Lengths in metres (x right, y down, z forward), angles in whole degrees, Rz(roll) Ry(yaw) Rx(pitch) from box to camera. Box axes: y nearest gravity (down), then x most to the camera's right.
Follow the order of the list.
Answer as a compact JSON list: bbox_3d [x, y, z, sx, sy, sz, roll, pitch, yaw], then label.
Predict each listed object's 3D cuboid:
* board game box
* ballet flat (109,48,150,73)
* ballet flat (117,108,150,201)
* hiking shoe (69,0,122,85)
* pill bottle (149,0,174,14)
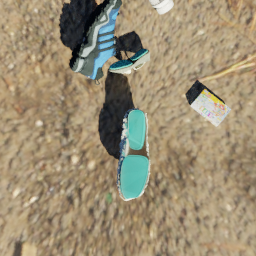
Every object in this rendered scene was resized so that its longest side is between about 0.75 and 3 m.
[{"bbox_3d":[2.363,-0.581,8.018,0.944,0.162,0.635,40,79,8],"label":"board game box"},{"bbox_3d":[0.089,-1.816,8.070,1.416,0.451,0.477,-33,46,-21],"label":"ballet flat"},{"bbox_3d":[0.148,0.683,7.339,0.864,0.864,2.408,6,74,2],"label":"ballet flat"},{"bbox_3d":[-0.738,-2.529,7.951,1.053,0.903,2.428,27,93,-34],"label":"hiking shoe"},{"bbox_3d":[0.881,-4.093,8.478,0.648,0.648,1.138,-51,124,-12],"label":"pill bottle"}]
